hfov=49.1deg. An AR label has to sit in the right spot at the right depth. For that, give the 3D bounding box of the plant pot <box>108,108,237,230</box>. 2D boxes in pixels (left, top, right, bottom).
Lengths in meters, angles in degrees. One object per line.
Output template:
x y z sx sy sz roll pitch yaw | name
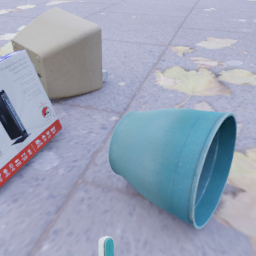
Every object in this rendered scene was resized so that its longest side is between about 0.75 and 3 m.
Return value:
0.838 0.558 5.810 2.117 2.253 2.253 17 38 32 | plant pot

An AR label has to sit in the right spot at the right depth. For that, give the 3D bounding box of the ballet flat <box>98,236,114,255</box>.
-0.384 2.283 4.665 0.322 0.322 0.929 1 78 1 | ballet flat

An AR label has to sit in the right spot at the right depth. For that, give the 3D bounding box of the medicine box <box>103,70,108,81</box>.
-1.274 -2.050 10.787 0.709 0.401 0.779 20 25 24 | medicine box

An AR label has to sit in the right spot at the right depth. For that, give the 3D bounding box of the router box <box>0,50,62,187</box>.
-2.971 -0.235 6.580 0.637 2.341 2.608 -1 34 31 | router box

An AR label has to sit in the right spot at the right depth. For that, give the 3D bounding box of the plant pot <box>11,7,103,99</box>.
-2.503 -2.408 9.685 2.428 2.425 2.150 33 50 28 | plant pot
